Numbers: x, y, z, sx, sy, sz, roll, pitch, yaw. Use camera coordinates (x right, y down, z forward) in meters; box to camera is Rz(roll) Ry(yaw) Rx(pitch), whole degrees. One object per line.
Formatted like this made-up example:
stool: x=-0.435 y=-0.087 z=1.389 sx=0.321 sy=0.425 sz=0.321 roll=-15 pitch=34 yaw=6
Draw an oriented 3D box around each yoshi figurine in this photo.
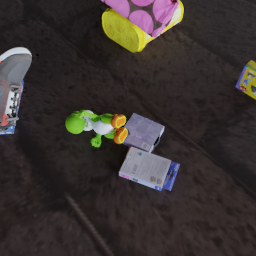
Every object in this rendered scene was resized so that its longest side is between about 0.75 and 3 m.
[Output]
yoshi figurine: x=-1.032 y=-0.055 z=8.044 sx=1.878 sy=1.051 sz=1.055 roll=11 pitch=79 yaw=29

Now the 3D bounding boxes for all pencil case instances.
pencil case: x=-0.016 y=-3.197 z=6.468 sx=2.526 sy=1.146 sz=1.183 roll=38 pitch=25 yaw=-2

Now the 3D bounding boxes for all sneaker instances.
sneaker: x=-2.451 y=-0.481 z=5.602 sx=0.940 sy=0.885 sz=2.296 roll=36 pitch=98 yaw=8

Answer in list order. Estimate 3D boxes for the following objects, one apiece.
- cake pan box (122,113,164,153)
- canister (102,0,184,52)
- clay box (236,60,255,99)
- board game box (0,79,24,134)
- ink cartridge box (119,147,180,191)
cake pan box: x=0.401 y=0.174 z=8.341 sx=1.128 sy=0.295 sz=1.039 roll=24 pitch=61 yaw=16
canister: x=0.631 y=-4.294 z=10.931 sx=1.979 sy=1.153 sz=2.664 roll=39 pitch=62 yaw=24
clay box: x=4.403 y=-1.281 z=8.912 sx=0.415 sy=1.002 sz=1.744 roll=-38 pitch=63 yaw=-23
board game box: x=-4.256 y=-0.767 z=8.934 sx=1.458 sy=0.371 sz=2.154 roll=-2 pitch=55 yaw=-2
ink cartridge box: x=0.585 y=1.137 z=7.663 sx=1.468 sy=0.308 sz=0.876 roll=17 pitch=57 yaw=15
